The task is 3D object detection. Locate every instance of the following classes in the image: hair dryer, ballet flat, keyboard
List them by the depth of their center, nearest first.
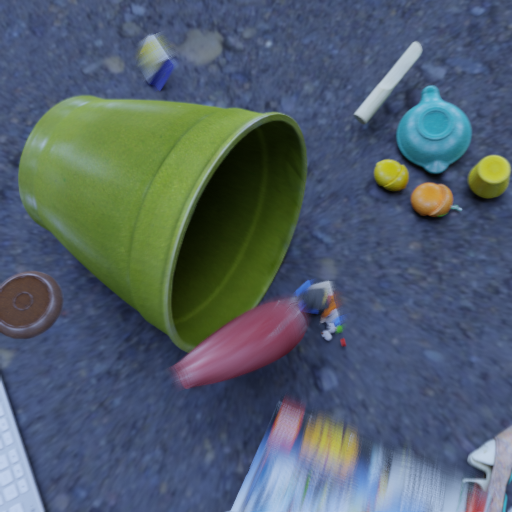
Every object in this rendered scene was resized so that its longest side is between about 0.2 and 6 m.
[{"bbox_3d":[-0.098,1.205,7.261,1.914,2.513,0.683,-39,75,27],"label":"hair dryer"},{"bbox_3d":[3.167,3.066,7.656,0.611,0.618,1.817,18,66,17],"label":"ballet flat"},{"bbox_3d":[-4.340,2.271,8.171,1.412,0.267,5.015,-25,68,-10],"label":"keyboard"}]

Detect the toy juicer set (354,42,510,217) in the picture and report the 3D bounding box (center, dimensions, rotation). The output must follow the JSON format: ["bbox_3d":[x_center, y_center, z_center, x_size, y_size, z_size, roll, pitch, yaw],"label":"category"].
[{"bbox_3d":[2.810,-1.998,9.847,1.948,0.833,3.063,-31,74,5],"label":"toy juicer set"}]

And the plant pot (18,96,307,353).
[{"bbox_3d":[-1.504,-0.836,8.137,3.268,3.394,3.394,24,68,22],"label":"plant pot"}]

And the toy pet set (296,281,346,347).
[{"bbox_3d":[0.936,0.846,8.410,0.543,1.022,0.955,-15,58,6],"label":"toy pet set"}]

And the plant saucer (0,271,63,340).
[{"bbox_3d":[-3.666,0.745,8.884,1.146,0.197,1.146,0,66,-1],"label":"plant saucer"}]

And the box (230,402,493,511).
[{"bbox_3d":[1.138,3.248,6.852,2.845,0.567,1.948,16,72,33],"label":"box"}]

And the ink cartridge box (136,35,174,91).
[{"bbox_3d":[-1.903,-3.569,10.433,0.170,0.715,0.724,-24,79,-40],"label":"ink cartridge box"}]

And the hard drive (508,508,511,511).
[{"bbox_3d":[3.917,3.609,7.645,1.063,0.142,0.701,-33,70,-13],"label":"hard drive"}]
